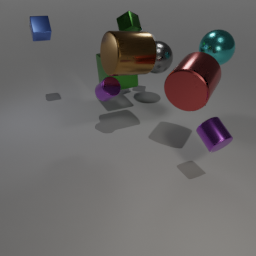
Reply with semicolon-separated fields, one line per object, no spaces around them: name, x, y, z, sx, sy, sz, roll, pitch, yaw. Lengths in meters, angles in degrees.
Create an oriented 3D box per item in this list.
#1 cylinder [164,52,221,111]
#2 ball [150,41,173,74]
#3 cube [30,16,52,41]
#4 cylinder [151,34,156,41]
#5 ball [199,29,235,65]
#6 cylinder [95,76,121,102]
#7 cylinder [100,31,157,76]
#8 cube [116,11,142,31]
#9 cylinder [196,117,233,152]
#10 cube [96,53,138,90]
cylinder;2.023;-1.452;8.698;1.400;1.400;1.400;15;42;25
ball;1.263;-3.082;12.242;1.400;1.400;1.400;0;30;0
cube;-3.464;-3.925;11.068;0.700;0.700;0.700;-12;-7;-21
cylinder;0.936;-3.907;12.993;0.700;0.700;0.700;4;43;8
ball;3.548;-3.200;11.193;1.400;1.400;1.400;0;30;0
cylinder;-0.704;-1.341;9.704;0.700;0.700;0.700;-19;-1;-30
cylinder;-0.010;-2.444;9.200;1.400;1.400;1.400;-9;30;-28
cube;0.046;-4.366;11.789;0.700;0.700;0.700;-18;-7;35
cylinder;2.293;0.178;7.450;0.700;0.700;0.700;-15;62;-24
cube;-0.485;-2.557;12.367;1.400;1.400;1.400;-15;30;-19
